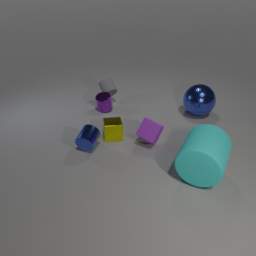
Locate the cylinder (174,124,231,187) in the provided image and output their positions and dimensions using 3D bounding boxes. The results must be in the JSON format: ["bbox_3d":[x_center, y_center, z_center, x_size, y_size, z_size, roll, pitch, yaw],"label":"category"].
[{"bbox_3d":[2.282,0.818,8.466,1.400,1.400,1.400,14,38,23],"label":"cylinder"}]

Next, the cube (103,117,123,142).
[{"bbox_3d":[-0.582,0.049,10.769,0.700,0.700,0.700,-5,30,-8],"label":"cube"}]

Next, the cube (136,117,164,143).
[{"bbox_3d":[0.814,0.091,10.214,0.700,0.700,0.700,29,6,14],"label":"cube"}]

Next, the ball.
[{"bbox_3d":[3.117,-1.212,12.245,1.400,1.400,1.400,0,30,0],"label":"ball"}]

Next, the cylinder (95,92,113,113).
[{"bbox_3d":[-1.083,-1.165,12.739,0.700,0.700,0.700,-4,46,4],"label":"cylinder"}]

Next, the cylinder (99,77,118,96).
[{"bbox_3d":[-0.945,-1.935,13.339,0.700,0.700,0.700,-17,73,-27],"label":"cylinder"}]

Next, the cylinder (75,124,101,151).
[{"bbox_3d":[-1.421,0.349,9.934,0.700,0.700,0.700,10,48,17],"label":"cylinder"}]
